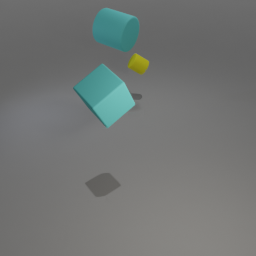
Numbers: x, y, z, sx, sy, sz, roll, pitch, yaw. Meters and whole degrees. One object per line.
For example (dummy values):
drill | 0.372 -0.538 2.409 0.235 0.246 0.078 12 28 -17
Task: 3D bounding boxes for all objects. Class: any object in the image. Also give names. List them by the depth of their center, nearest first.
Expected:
cube | -0.420 -0.576 5.075 0.700 0.700 0.700 -41 57 -6
cylinder | -0.476 -3.963 11.337 1.400 1.400 1.400 26 38 21
cylinder | 0.456 -2.821 12.393 0.700 0.700 0.700 25 23 -23
